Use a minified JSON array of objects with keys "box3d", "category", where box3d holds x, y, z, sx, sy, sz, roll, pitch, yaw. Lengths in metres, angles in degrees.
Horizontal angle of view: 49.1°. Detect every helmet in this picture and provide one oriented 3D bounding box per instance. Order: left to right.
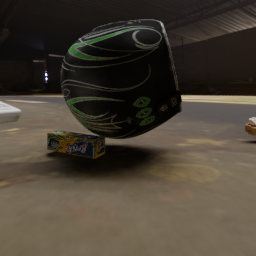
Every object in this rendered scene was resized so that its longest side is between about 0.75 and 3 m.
[{"box3d":[-0.210,-0.899,5.524,2.221,2.330,2.330,-13,7,8],"category":"helmet"}]

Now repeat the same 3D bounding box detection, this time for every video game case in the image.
[{"box3d":[-2.571,-0.407,3.362,1.785,0.232,1.961,22,8,4],"category":"video game case"}]

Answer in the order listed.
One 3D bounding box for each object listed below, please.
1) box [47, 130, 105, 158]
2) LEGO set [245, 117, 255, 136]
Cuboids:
[{"box3d":[-0.956,0.283,5.140,1.056,0.339,0.370,7,11,24],"category":"box"},{"box3d":[3.593,-0.230,7.082,1.022,0.827,2.221,29,51,15],"category":"LEGO set"}]
